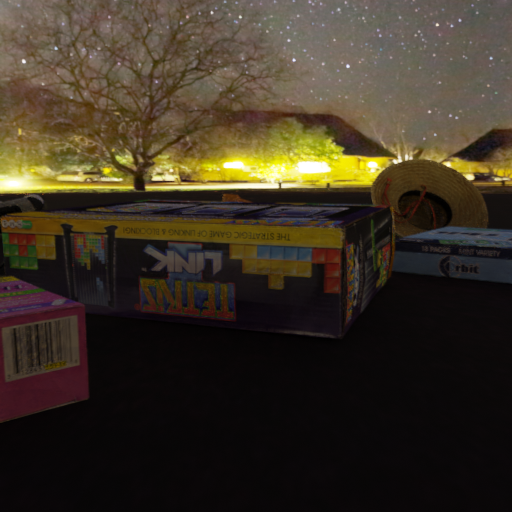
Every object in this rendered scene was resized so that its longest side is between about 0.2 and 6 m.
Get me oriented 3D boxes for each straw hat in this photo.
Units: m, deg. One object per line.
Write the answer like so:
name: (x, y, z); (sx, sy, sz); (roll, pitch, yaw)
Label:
straw hat: (3.398, -0.827, 11.635); (2.449, 2.449, 1.036); (-2, -32, -12)

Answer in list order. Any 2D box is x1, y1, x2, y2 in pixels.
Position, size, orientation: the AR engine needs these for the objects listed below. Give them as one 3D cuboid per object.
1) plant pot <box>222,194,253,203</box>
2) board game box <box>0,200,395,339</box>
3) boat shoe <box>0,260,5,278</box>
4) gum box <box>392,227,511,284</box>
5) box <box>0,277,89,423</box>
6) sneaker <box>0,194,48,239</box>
plant pot: (-0.168, -0.601, 10.404); (0.941, 1.027, 1.027); (5, 8, 0)
board game box: (-0.437, -0.061, 6.702); (3.740, 1.060, 3.091); (3, 11, 22)
boat shoe: (-2.992, 0.090, 7.085); (0.684, 0.644, 1.904); (-4, 11, 1)
gum box: (3.485, -0.064, 8.534); (1.992, 0.522, 2.344); (6, 10, 38)
box: (-1.907, 0.586, 3.603); (1.157, 0.636, 1.315); (-7, 10, -41)
sneaker: (-5.502, -0.745, 12.303); (2.672, 0.988, 1.059); (-2, 15, 32)
